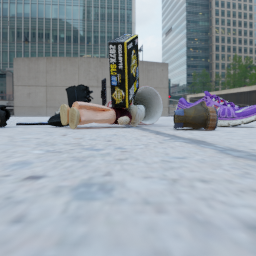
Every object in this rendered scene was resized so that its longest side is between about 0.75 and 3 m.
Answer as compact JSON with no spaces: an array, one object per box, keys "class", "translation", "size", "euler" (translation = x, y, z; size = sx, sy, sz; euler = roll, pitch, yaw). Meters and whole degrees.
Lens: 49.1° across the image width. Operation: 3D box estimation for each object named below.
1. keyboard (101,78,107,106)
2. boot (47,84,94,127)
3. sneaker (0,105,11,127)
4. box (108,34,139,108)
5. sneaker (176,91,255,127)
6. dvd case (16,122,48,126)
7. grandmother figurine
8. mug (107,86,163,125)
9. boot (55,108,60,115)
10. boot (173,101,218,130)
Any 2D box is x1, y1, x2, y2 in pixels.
[{"class":"keyboard","translation":[-1.064,-1.583,12.474],"size":[0.152,1.187,0.713],"euler":[5,23,12]},{"class":"boot","translation":[-1.907,-0.751,9.291],"size":[1.555,1.275,0.576],"euler":[-8,-17,4]},{"class":"sneaker","translation":[-4.322,-0.393,9.117],"size":[0.938,0.791,2.144],"euler":[0,6,-21]},{"class":"box","translation":[-0.071,-1.999,9.392],"size":[0.624,2.018,2.528],"euler":[4,23,9]},{"class":"sneaker","translation":[3.041,-0.654,9.552],"size":[2.946,1.229,1.188],"euler":[2,3,24]},{"class":"dvd case","translation":[-3.698,-0.169,11.055],"size":[1.266,0.111,0.903],"euler":[0,4,-15]},{"class":"grandmother figurine","translation":[-0.570,-0.417,8.893],"size":[2.864,0.867,1.737],"euler":[-5,25,-40]},{"class":"mug","translation":[-0.035,-0.897,11.889],"size":[2.038,1.531,2.295],"euler":[5,-4,-32]},{"class":"boot","translation":[-2.855,-0.652,14.397],"size":[1.524,0.741,2.024],"euler":[-1,6,-2]},{"class":"boot","translation":[1.738,-0.388,8.132],"size":[1.094,0.843,2.258],"euler":[2,5,-1]}]
